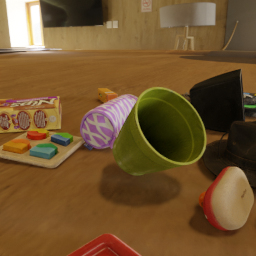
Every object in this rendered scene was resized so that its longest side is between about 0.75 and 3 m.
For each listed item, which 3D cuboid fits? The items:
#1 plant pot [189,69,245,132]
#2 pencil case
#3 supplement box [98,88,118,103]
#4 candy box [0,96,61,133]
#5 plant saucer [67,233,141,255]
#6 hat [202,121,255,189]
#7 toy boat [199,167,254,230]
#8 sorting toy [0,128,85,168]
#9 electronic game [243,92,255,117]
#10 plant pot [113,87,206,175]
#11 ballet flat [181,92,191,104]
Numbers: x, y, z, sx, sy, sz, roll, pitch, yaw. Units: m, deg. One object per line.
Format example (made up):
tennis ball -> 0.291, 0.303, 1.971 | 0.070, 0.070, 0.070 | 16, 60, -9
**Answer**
plant pot -> 2.781, -0.791, 8.663 | 1.491, 1.680, 1.676 | -5, 16, 25
pencil case -> -0.316, -0.255, 7.769 | 1.072, 1.053, 2.508 | 30, 27, 10
supplement box -> -0.878, -1.335, 11.751 | 0.479, 0.464, 1.393 | -8, 21, -23
candy box -> -3.417, -0.426, 8.704 | 2.599, 0.734, 1.516 | -5, 20, -10
plant saucer -> -0.281, 2.020, 1.919 | 2.985, 0.548, 2.979 | -16, 25, -41
hat -> 2.816, 0.344, 5.937 | 2.569, 1.036, 2.569 | 5, 18, -1
toy boat -> 1.478, 1.135, 4.484 | 0.750, 0.749, 1.147 | -24, 1, 38
sorting toy -> -2.151, 0.385, 6.937 | 1.893, 0.345, 1.752 | 5, 20, 15
electronic game -> 4.385, -1.002, 10.610 | 2.744, 0.571, 2.744 | 0, 19, 0
plant pot -> 0.426, 0.234, 5.386 | 1.501, 1.501, 1.446 | -15, -17, -38
ballet flat -> 1.643, -1.285, 11.575 | 2.052, 0.476, 0.691 | 6, 20, 17
